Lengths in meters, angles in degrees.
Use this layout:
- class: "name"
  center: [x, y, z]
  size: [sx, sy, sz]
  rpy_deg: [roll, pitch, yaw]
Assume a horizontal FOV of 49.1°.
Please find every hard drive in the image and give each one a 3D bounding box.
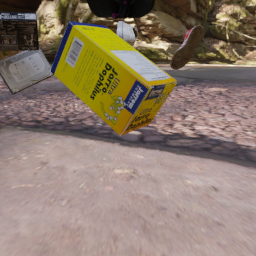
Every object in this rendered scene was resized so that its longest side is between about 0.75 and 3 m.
- class: "hard drive"
  center: [-2.254, -1.284, 6.168]
  size: [1.049, 0.733, 0.198]
  rpy_deg: [-33, 10, -27]

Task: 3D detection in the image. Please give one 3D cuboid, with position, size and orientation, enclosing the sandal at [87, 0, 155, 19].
- class: "sandal"
  center: [-0.333, -3.345, 7.613]
  size: [0.661, 1.037, 2.760]
  rpy_deg: [-46, 35, -22]

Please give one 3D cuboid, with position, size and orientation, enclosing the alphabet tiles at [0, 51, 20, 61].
- class: "alphabet tiles"
  center: [-4.128, -2.281, 8.520]
  size: [1.529, 0.058, 1.837]
  rpy_deg: [-21, -12, -13]

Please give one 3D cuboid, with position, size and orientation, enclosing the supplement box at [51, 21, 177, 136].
- class: "supplement box"
  center: [-0.182, -0.590, 3.212]
  size: [1.211, 0.663, 0.659]
  rpy_deg: [42, 31, 18]

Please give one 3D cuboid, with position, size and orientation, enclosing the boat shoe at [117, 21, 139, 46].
- class: "boat shoe"
  center: [-0.008, -2.294, 6.894]
  size: [0.526, 0.535, 1.508]
  rpy_deg: [2, 26, -2]

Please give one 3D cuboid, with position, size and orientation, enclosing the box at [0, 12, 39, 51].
- class: "box"
  center: [-2.288, -1.885, 5.527]
  size: [1.000, 0.249, 0.789]
  rpy_deg: [-7, -28, -17]

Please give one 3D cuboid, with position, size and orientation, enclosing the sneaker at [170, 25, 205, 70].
- class: "sneaker"
  center: [1.950, -2.652, 9.293]
  size: [0.556, 1.562, 0.878]
  rpy_deg: [34, 20, -4]
